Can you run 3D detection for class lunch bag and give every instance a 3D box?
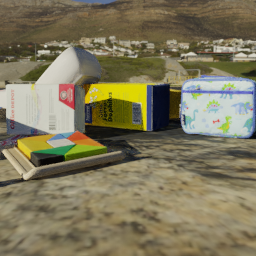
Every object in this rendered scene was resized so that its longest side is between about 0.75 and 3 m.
[{"bbox_3d":[2.763,-0.684,8.596,2.290,1.841,0.944,8,12,31],"label":"lunch bag"}]

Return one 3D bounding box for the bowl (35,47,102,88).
[{"bbox_3d":[-2.171,-1.696,10.693,2.591,0.967,2.588,-43,-8,14],"label":"bowl"}]

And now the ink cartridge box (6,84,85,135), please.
[{"bbox_3d":[-2.411,-0.536,8.441,1.994,1.449,1.442,1,2,3],"label":"ink cartridge box"}]

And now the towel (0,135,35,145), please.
[{"bbox_3d":[-2.817,0.318,7.800,1.197,0.179,0.876,1,10,7],"label":"towel"}]

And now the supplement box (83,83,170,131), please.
[{"bbox_3d":[-0.064,-0.870,10.324,2.843,1.557,1.547,5,12,29],"label":"supplement box"}]

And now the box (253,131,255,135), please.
[{"bbox_3d":[4.224,-0.609,9.354,2.523,1.351,1.873,7,15,36],"label":"box"}]

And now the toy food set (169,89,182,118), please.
[{"bbox_3d":[1.367,-1.258,12.017,2.537,1.493,0.829,7,44,15],"label":"toy food set"}]

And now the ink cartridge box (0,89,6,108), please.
[{"bbox_3d":[-5.036,-1.356,14.064,2.666,1.124,1.947,0,11,0],"label":"ink cartridge box"}]

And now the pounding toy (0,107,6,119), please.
[{"bbox_3d":[-5.841,-0.740,12.217,0.796,0.615,0.865,-9,14,-43],"label":"pounding toy"}]

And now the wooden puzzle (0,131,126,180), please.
[{"bbox_3d":[-1.538,0.471,6.302,2.149,0.432,2.323,-8,13,-36],"label":"wooden puzzle"}]
